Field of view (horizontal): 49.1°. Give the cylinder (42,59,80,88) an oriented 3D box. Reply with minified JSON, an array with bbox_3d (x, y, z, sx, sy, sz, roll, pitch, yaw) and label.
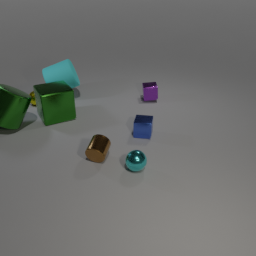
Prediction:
[{"bbox_3d":[-3.311,-2.533,13.955,1.400,1.400,1.400,-22,31,1],"label":"cylinder"}]

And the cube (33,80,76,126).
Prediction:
[{"bbox_3d":[-3.201,-1.125,12.264,1.400,1.400,1.400,-15,32,-25],"label":"cube"}]

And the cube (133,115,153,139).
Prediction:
[{"bbox_3d":[0.609,-0.052,11.059,0.700,0.700,0.700,5,29,9],"label":"cube"}]

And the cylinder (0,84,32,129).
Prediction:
[{"bbox_3d":[-4.802,-0.859,11.280,1.400,1.400,1.400,25,8,-4],"label":"cylinder"}]

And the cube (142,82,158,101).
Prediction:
[{"bbox_3d":[1.101,-1.831,13.958,0.700,0.700,0.700,-5,31,0],"label":"cube"}]

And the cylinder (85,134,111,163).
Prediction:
[{"bbox_3d":[-1.012,0.693,9.519,0.700,0.700,0.700,8,47,14],"label":"cylinder"}]

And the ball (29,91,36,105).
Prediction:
[{"bbox_3d":[-4.451,-1.454,13.544,0.700,0.700,0.700,0,29,0],"label":"ball"}]

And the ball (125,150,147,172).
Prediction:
[{"bbox_3d":[0.263,1.055,9.056,0.700,0.700,0.700,0,29,0],"label":"ball"}]
